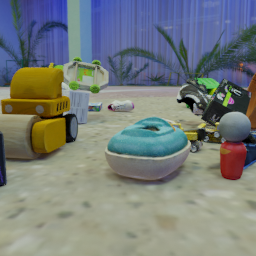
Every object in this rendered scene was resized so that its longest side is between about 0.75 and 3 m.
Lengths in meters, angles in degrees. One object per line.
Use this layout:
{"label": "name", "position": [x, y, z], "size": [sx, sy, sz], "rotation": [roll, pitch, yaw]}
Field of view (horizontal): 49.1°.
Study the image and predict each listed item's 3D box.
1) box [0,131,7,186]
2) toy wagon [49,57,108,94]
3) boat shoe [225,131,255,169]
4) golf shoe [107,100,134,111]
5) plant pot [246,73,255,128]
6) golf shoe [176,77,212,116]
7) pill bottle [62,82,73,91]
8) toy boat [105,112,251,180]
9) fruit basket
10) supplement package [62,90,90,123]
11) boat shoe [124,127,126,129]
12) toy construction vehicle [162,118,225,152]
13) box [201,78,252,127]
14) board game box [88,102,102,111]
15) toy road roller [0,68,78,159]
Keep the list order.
{"label": "box", "position": [-2.788, 0.473, 4.167], "size": [1.638, 0.869, 1.001], "rotation": [-7, 13, -35]}
{"label": "toy wagon", "position": [-1.863, -2.043, 10.640], "size": [2.227, 0.441, 1.728], "rotation": [7, 45, -11]}
{"label": "boat shoe", "position": [2.373, 0.329, 5.605], "size": [0.769, 0.627, 1.827], "rotation": [6, 12, 27]}
{"label": "golf shoe", "position": [-0.352, -0.982, 13.191], "size": [0.683, 0.562, 1.493], "rotation": [-24, 18, -40]}
{"label": "plant pot", "position": [4.645, -0.854, 8.925], "size": [1.431, 2.045, 2.045], "rotation": [18, 13, 8]}
{"label": "golf shoe", "position": [2.712, -0.685, 9.438], "size": [2.345, 0.912, 1.108], "rotation": [33, 68, 19]}
{"label": "pill bottle", "position": [-3.018, -1.300, 12.134], "size": [1.416, 1.416, 2.522], "rotation": [-3, 11, -13]}
{"label": "toy boat", "position": [0.858, 0.227, 4.908], "size": [2.337, 1.086, 1.964], "rotation": [3, 11, 18]}
{"label": "fruit basket", "position": [4.231, -1.562, 14.529], "size": [2.359, 1.701, 2.359], "rotation": [18, 44, -19]}
{"label": "supplement package", "position": [-2.099, -0.804, 10.171], "size": [0.789, 1.108, 1.423], "rotation": [2, 7, -35]}
{"label": "boat shoe", "position": [0.484, 0.237, 6.492], "size": [1.329, 0.497, 0.441], "rotation": [11, 14, 39]}
{"label": "toy construction vehicle", "position": [1.456, 0.048, 7.005], "size": [1.893, 0.667, 1.648], "rotation": [6, 12, 30]}
{"label": "box", "position": [2.803, -0.627, 7.965], "size": [0.956, 0.800, 1.287], "rotation": [30, 46, 7]}
{"label": "board game box", "position": [-1.916, -1.078, 14.069], "size": [1.142, 0.291, 1.686], "rotation": [0, 11, -1]}
{"label": "toy road roller", "position": [-2.223, -0.461, 6.461], "size": [1.564, 1.858, 2.546], "rotation": [2, 11, 8]}
